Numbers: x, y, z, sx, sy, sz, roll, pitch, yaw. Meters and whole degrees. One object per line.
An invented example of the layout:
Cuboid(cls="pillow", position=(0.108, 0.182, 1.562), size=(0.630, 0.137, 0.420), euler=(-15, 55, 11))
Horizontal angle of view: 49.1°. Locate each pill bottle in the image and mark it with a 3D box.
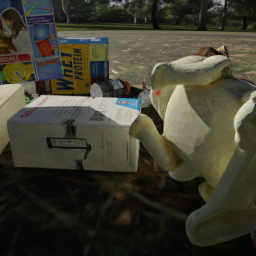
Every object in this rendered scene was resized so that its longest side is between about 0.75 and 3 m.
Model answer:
Cuboid(cls="pill bottle", position=(-0.553, -1.279, 9.551), size=(1.337, 0.710, 0.710), euler=(-18, 28, -37))

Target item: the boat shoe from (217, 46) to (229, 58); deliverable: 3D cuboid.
Cuboid(cls="boat shoe", position=(3.580, -2.318, 10.944), size=(0.805, 0.858, 2.327), euler=(-9, -24, 19))

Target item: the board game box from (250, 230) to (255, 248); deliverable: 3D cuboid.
Cuboid(cls="board game box", position=(2.060, 1.459, 3.705), size=(0.782, 0.210, 1.303), euler=(7, 23, 7))

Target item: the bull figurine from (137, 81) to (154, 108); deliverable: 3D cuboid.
Cuboid(cls="bull figurine", position=(1.578, -0.761, 8.040), size=(2.902, 0.945, 1.762), euler=(-1, 25, 2))

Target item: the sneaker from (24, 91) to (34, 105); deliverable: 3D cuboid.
Cuboid(cls="sneaker", position=(-3.899, -0.722, 8.030), size=(2.203, 0.860, 0.938), euler=(1, 25, 4))

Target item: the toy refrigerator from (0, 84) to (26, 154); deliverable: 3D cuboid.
Cuboid(cls="toy refrigerator", position=(-3.223, -0.051, 6.187), size=(1.095, 1.009, 2.884), euler=(-1, 27, -2))

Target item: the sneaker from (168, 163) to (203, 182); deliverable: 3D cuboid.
Cuboid(cls="sneaker", position=(1.346, 0.646, 5.186), size=(1.220, 0.532, 0.455), euler=(-7, 23, -20))

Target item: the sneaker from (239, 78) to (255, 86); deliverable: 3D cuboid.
Cuboid(cls="sneaker", position=(3.787, -1.616, 10.385), size=(1.889, 0.668, 0.923), euler=(10, 27, 26))

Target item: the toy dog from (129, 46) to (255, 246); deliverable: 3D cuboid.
Cuboid(cls="toy dog", position=(1.480, -0.252, 4.428), size=(2.900, 2.087, 2.991), euler=(-6, 34, -19))

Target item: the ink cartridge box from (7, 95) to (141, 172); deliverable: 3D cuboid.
Cuboid(cls="ink cartridge box", position=(-0.969, 0.037, 5.968), size=(2.436, 1.027, 1.778), euler=(2, 23, 5))

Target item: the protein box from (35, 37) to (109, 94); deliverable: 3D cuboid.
Cuboid(cls="protein box", position=(-2.119, -2.596, 11.212), size=(2.709, 1.828, 2.689), euler=(-2, 23, -4))

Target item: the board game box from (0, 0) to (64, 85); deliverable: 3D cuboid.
Cuboid(cls="board game box", position=(-2.949, -1.863, 5.781), size=(2.916, 1.974, 0.502), euler=(-8, 21, -8))
